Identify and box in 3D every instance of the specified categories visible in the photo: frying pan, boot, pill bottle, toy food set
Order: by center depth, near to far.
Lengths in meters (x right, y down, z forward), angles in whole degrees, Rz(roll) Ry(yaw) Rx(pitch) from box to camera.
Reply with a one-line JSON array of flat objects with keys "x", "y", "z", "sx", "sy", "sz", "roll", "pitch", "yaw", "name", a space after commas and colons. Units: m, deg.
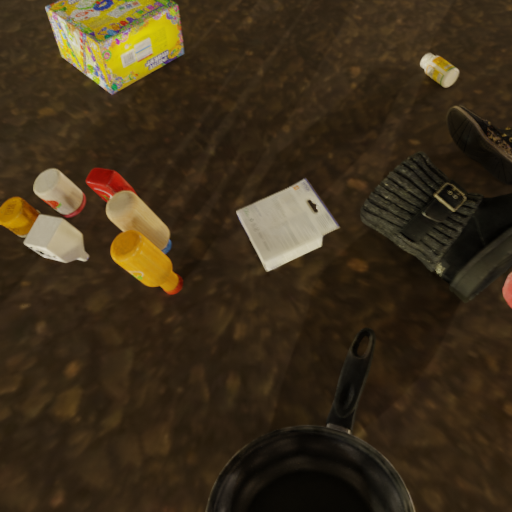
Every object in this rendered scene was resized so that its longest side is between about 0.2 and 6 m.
[{"x": 0.570, "y": 2.414, "z": 6.617, "sx": 2.236, "sy": 0.602, "sz": 3.696, "roll": -4, "pitch": 38, "yaw": 3, "name": "frying pan"}, {"x": -2.377, "y": -0.396, "z": 8.519, "sx": 2.943, "sy": 1.324, "sz": 1.405, "roll": 10, "pitch": 67, "yaw": 29, "name": "toy food set"}, {"x": 3.299, "y": -0.847, "z": 8.640, "sx": 2.924, "sy": 1.100, "sz": 2.186, "roll": -32, "pitch": 60, "yaw": -21, "name": "boot"}, {"x": 4.365, "y": -2.164, "z": 9.878, "sx": 1.329, "sy": 0.646, "sz": 1.764, "roll": -29, "pitch": 63, "yaw": -18, "name": "boot"}, {"x": 3.630, "y": -3.715, "z": 11.153, "sx": 0.410, "sy": 0.410, "sz": 0.728, "roll": -28, "pitch": 59, "yaw": -19, "name": "pill bottle"}]

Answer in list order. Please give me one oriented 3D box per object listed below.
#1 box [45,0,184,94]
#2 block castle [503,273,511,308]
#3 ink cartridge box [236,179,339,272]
[{"x": -2.796, "y": -4.529, "z": 11.276, "sx": 1.891, "sy": 1.154, "sz": 1.822, "roll": -39, "pitch": 63, "yaw": -24, "name": "box"}, {"x": 4.678, "y": 0.537, "z": 6.969, "sx": 2.813, "sy": 1.319, "sz": 1.879, "roll": -27, "pitch": 97, "yaw": -9, "name": "block castle"}, {"x": 0.480, "y": -0.499, "z": 8.680, "sx": 1.268, "sy": 0.257, "sz": 1.265, "roll": -25, "pitch": 49, "yaw": -1, "name": "ink cartridge box"}]
